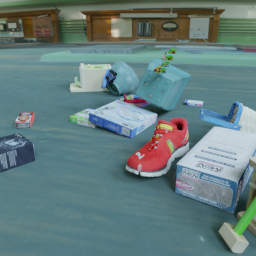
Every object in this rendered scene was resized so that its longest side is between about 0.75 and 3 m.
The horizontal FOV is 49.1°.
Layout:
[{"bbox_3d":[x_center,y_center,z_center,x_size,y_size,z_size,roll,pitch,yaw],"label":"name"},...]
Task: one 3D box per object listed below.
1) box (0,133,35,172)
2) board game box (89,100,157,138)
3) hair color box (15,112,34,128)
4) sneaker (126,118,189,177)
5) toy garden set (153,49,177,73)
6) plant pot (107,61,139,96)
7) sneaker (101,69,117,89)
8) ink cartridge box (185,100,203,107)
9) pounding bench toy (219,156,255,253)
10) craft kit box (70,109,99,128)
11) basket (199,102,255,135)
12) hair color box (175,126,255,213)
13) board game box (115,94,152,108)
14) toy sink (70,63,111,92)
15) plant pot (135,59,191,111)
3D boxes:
[{"bbox_3d":[-3.507,0.691,8.306,1.076,0.632,1.058,-18,28,-40],"label":"box"},{"bbox_3d":[-0.167,-0.413,10.973,1.962,0.426,1.953,22,31,26],"label":"board game box"},{"bbox_3d":[-4.121,-0.334,11.252,0.555,0.335,1.094,-3,23,-10],"label":"hair color box"},{"bbox_3d":[0.894,0.418,8.118,1.142,1.259,2.965,13,25,30],"label":"sneaker"},{"bbox_3d":[1.302,-2.257,9.620,0.188,0.942,0.786,42,33,21],"label":"toy garden set"},{"bbox_3d":[-0.476,-2.509,15.144,1.218,1.818,1.818,-43,41,-22],"label":"plant pot"},{"bbox_3d":[-0.753,-1.992,11.452,0.476,0.428,1.221,19,46,-5],"label":"sneaker"},{"bbox_3d":[3.206,-1.210,13.663,0.851,0.179,0.508,10,24,16],"label":"ink cartridge box"},{"bbox_3d":[2.805,1.364,5.220,2.124,1.657,1.319,-8,23,-18],"label":"pounding bench toy"},{"bbox_3d":[-1.517,-0.434,11.596,1.266,0.307,1.250,13,23,30],"label":"craft kit box"},{"bbox_3d":[3.343,-0.189,9.213,1.996,1.388,1.760,23,17,12],"label":"basket"},{"bbox_3d":[2.489,0.906,7.421,1.436,0.869,2.871,14,26,31],"label":"hair color box"},{"bbox_3d":[0.397,-1.569,14.220,1.736,0.428,2.197,16,27,35],"label":"board game box"},{"bbox_3d":[-2.188,-3.006,16.488,2.486,1.393,1.621,-3,22,-9],"label":"toy sink"},{"bbox_3d":[1.318,-1.770,11.652,1.763,1.762,2.494,29,18,10],"label":"plant pot"}]
